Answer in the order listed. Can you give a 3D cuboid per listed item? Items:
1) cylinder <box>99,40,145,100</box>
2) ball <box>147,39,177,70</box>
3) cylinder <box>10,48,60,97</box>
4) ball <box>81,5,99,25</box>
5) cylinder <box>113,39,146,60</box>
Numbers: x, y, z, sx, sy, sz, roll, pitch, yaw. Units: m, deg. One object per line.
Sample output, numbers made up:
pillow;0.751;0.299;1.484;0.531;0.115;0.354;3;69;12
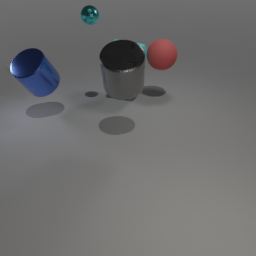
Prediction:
cylinder;-0.162;-1.863;9.085;1.400;1.400;1.400;-1;59;1
ball;1.563;-3.365;12.902;1.400;1.400;1.400;0;30;0
cylinder;-3.621;-2.160;11.054;1.400;1.400;1.400;-6;64;12
ball;-1.458;-4.314;10.712;0.700;0.700;0.700;0;30;0
cylinder;-0.038;-3.150;12.577;1.400;1.400;1.400;14;32;14
